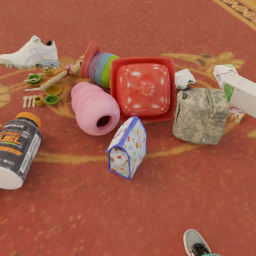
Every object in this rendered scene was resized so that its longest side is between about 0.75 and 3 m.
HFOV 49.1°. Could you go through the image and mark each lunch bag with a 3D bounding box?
[{"bbox_3d":[2.636,-0.463,10.551,1.767,2.106,1.468,1,47,-1],"label":"lunch bag"},{"bbox_3d":[-0.036,0.644,9.778,1.097,1.771,1.506,19,52,16],"label":"lunch bag"}]

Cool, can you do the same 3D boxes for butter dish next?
[{"bbox_3d":[0.653,-1.493,10.900,2.686,2.678,1.985,-2,7,-3],"label":"butter dish"}]

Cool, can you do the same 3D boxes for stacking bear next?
[{"bbox_3d":[-0.520,-2.525,12.812,2.901,1.762,1.650,23,73,7],"label":"stacking bear"}]

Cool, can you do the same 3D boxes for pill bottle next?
[{"bbox_3d":[-3.987,0.682,9.993,1.431,1.431,2.694,5,48,4],"label":"pill bottle"}]

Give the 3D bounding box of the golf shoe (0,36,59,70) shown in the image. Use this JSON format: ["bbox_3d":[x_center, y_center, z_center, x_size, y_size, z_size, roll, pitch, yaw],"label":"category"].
[{"bbox_3d":[-3.718,-2.799,10.430,1.010,1.254,2.579,13,19,30],"label":"golf shoe"}]

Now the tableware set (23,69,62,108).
[{"bbox_3d":[-3.960,-1.957,13.041,1.738,0.396,2.580,-5,48,-4],"label":"tableware set"}]

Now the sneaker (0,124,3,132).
[{"bbox_3d":[-5.894,0.141,10.991,1.668,0.647,0.934,5,47,4],"label":"sneaker"}]

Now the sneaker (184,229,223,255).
[{"bbox_3d":[2.099,3.517,7.637,0.778,1.124,1.861,-13,50,-12],"label":"sneaker"}]

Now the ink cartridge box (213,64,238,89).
[{"bbox_3d":[4.737,-2.472,13.415,0.883,0.510,1.214,-6,48,-5],"label":"ink cartridge box"}]

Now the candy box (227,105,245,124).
[{"bbox_3d":[4.380,-0.645,11.939,0.991,0.280,0.578,33,56,28],"label":"candy box"}]

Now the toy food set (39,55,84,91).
[{"bbox_3d":[-2.922,-2.504,13.107,2.861,0.451,1.819,-39,24,-17],"label":"toy food set"}]

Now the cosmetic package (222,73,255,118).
[{"bbox_3d":[5.096,-1.384,12.071,0.852,1.080,2.008,-36,56,-28],"label":"cosmetic package"}]

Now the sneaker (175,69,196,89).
[{"bbox_3d":[2.273,-2.078,12.985,2.033,0.765,0.900,-25,65,-22],"label":"sneaker"}]

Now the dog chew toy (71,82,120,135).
[{"bbox_3d":[-1.493,-0.940,11.375,1.727,1.727,2.774,-22,44,-19],"label":"dog chew toy"}]
